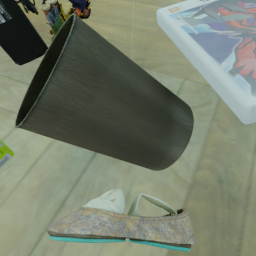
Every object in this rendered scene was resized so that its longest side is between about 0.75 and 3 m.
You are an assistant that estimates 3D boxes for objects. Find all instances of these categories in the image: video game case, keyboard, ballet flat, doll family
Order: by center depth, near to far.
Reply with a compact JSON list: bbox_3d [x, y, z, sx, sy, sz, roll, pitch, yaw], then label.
[{"bbox_3d":[-0.018,1.183,3.679,2.047,0.697,0.688,16,68,-26],"label":"ballet flat"},{"bbox_3d":[1.968,-1.364,3.689,2.500,0.315,2.744,-19,43,-2],"label":"video game case"},{"bbox_3d":[-2.854,-2.891,6.572,1.481,2.846,0.564,-17,45,15],"label":"keyboard"},{"bbox_3d":[-1.524,-3.173,7.428,0.942,1.387,2.400,20,65,30],"label":"doll family"}]

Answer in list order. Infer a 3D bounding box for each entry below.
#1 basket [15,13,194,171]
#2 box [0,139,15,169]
[{"bbox_3d":[-0.242,-0.300,4.146,2.210,1.993,1.503,25,61,-25],"label":"basket"},{"bbox_3d":[-3.171,-0.337,4.453,2.752,1.678,0.656,40,71,-4],"label":"box"}]
